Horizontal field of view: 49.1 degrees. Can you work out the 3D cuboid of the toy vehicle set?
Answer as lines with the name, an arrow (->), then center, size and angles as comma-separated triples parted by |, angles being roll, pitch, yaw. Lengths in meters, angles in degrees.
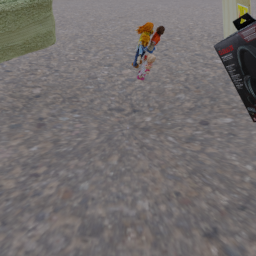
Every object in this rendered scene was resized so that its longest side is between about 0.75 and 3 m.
toy vehicle set -> 3.360, -3.297, 8.541 | 0.370, 2.788, 1.732 | 1, 13, 37

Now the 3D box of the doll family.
doll family -> 0.424, -2.157, 7.418 | 0.760, 1.046, 1.686 | 21, 61, -6

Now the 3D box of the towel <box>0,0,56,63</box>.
towel -> -3.566, -3.133, 8.920 | 2.704, 2.006, 0.493 | -28, 58, -24

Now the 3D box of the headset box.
headset box -> 2.433, -1.074, 4.856 | 0.757, 1.960, 1.459 | -32, 8, -5
